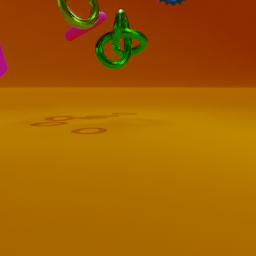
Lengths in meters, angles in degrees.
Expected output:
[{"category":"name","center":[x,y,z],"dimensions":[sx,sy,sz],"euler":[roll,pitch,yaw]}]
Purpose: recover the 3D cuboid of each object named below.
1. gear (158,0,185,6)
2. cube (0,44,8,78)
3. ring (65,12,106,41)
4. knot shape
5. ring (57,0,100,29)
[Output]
[{"category":"gear","center":[1.517,-4.756,9.913],"dimensions":[1.109,0.205,1.109],"euler":[12,-7,2]},{"category":"cube","center":[-4.045,-1.862,7.897],"dimensions":[0.840,0.840,0.840],"euler":[-2,33,1]},{"category":"ring","center":[-1.370,-3.260,9.007],"dimensions":[1.501,0.300,1.501],"euler":[-28,19,10]},{"category":"knot shape","center":[-0.115,-2.915,9.628],"dimensions":[1.790,1.912,0.884],"euler":[5,23,-46]},{"category":"ring","center":[-1.292,-3.250,7.406],"dimensions":[1.246,1.246,0.249],"euler":[-8,1,-40]}]
